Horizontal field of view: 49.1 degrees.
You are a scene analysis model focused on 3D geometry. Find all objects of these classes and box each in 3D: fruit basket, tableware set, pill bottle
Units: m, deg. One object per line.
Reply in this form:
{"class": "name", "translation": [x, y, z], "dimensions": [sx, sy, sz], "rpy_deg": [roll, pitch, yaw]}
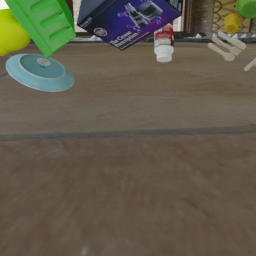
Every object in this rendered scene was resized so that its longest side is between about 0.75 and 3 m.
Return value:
{"class": "fruit basket", "translation": [-2.407, -2.512, 6.366], "dimensions": [2.125, 2.125, 1.533], "rpy_deg": [-7, 62, -17]}
{"class": "tableware set", "translation": [3.813, -2.248, 7.398], "dimensions": [2.960, 1.994, 0.454], "rpy_deg": [27, 56, -8]}
{"class": "pill bottle", "translation": [1.434, -3.367, 11.144], "dimensions": [0.772, 1.368, 0.772], "rpy_deg": [1, -9, 0]}

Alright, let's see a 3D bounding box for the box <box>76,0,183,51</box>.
{"class": "box", "translation": [-0.003, -3.440, 7.983], "dimensions": [1.837, 1.026, 2.603], "rpy_deg": [22, -23, -34]}

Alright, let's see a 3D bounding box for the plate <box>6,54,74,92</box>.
{"class": "plate", "translation": [-2.453, -1.692, 8.027], "dimensions": [1.927, 0.246, 1.927], "rpy_deg": [17, 36, -13]}
